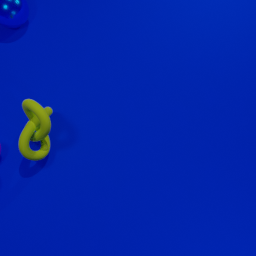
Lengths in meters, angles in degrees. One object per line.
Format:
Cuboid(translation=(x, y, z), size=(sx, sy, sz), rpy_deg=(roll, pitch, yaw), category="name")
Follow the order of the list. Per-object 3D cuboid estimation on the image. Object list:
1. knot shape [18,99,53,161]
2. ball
Cuboid(translation=(-2.163, -0.055, 6.652), size=(0.665, 1.347, 1.439), rpy_deg=(4, 111, -14), category="knot shape")
Cuboid(translation=(-3.315, -3.345, 7.853), size=(1.028, 1.028, 1.028), rpy_deg=(0, 72, 0), category="ball")
